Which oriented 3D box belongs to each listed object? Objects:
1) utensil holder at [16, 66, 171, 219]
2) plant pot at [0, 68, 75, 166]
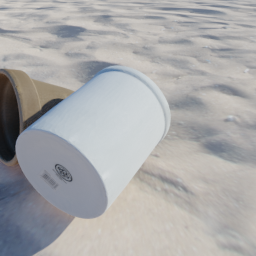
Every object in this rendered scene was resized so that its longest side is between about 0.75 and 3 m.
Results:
[{"bbox_3d":[-0.634,0.213,6.173,2.342,2.342,2.755,16,38,23],"label":"utensil holder"},{"bbox_3d":[-2.356,-0.333,7.603,2.112,2.422,2.422,-5,28,-42],"label":"plant pot"}]
